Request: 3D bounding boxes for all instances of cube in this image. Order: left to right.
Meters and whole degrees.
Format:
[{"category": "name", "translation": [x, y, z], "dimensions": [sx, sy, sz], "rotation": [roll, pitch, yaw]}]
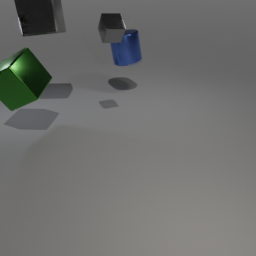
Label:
[{"category": "cube", "translation": [-3.821, -1.697, 9.826], "dimensions": [1.400, 1.400, 1.400], "rotation": [-18, 36, 27]}, {"category": "cube", "translation": [-3.350, -4.366, 10.883], "dimensions": [1.400, 1.400, 1.400], "rotation": [-5, 20, 3]}, {"category": "cube", "translation": [-0.568, -3.419, 9.609], "dimensions": [0.700, 0.700, 0.700], "rotation": [-9, 69, -22]}]

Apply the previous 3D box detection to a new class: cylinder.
[{"category": "cylinder", "translation": [-0.106, -3.847, 13.393], "dimensions": [1.400, 1.400, 1.400], "rotation": [-8, 29, 4]}]
